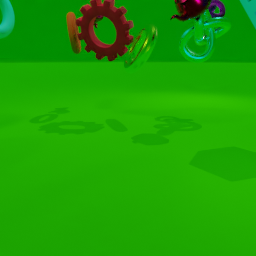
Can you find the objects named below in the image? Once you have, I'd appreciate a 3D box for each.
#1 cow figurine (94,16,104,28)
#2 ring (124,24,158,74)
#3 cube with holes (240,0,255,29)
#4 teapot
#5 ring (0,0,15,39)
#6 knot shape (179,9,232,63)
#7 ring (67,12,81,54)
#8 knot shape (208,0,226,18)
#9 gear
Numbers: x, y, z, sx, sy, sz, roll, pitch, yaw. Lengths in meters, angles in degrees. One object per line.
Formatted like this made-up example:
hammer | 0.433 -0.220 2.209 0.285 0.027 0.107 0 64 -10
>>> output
cow figurine | -1.432 -4.726 12.024 1.188 0.652 1.169 -6 8 33
ring | 0.404 -2.664 9.482 0.355 1.776 1.776 25 6 -21
cube with holes | 3.451 -2.995 6.455 1.176 1.176 1.176 -26 15 41
teapot | 1.784 -3.688 8.025 0.885 1.808 1.124 32 -6 -34
ring | -4.053 -3.445 8.085 0.346 1.730 1.730 -9 8 30
knot shape | 2.625 -3.171 9.275 1.740 1.859 0.859 -17 41 -26
ring | -2.021 -3.542 10.491 0.299 1.494 1.494 -8 15 -4
knot shape | 2.845 -4.269 10.217 1.335 0.617 1.249 8 35 19
gear | -0.774 -3.214 9.253 1.953 1.953 0.361 7 35 24
